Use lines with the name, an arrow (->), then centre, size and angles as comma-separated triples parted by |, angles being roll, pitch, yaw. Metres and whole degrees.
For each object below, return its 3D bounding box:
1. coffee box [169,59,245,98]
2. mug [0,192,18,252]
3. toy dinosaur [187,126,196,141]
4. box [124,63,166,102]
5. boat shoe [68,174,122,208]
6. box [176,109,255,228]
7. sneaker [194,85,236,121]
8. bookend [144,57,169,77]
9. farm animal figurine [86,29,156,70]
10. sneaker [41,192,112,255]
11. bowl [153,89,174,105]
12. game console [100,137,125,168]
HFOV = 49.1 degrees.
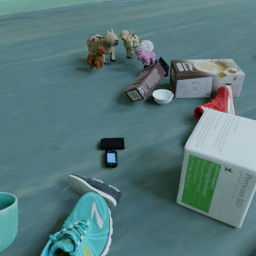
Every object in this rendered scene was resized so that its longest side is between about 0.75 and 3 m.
coffee box -> 2.941, -1.919, 10.788 | 2.465, 0.982, 1.409 | -2, 36, -2
mug -> -2.841, 1.887, 5.532 | 1.275, 0.959, 1.551 | 0, 6, -15
toy dinosaur -> 2.251, 0.198, 8.192 | 1.051, 0.791, 1.549 | -7, 56, 17
box -> 0.634, -1.655, 10.231 | 0.770, 0.576, 1.537 | -8, 38, 53
boat shoe -> -0.795, 1.425, 6.681 | 1.368, 0.517, 0.413 | 27, 44, 15
box -> 2.150, 0.847, 6.355 | 1.522, 1.768, 1.777 | 17, 40, 22
sneaker -> 2.880, -0.845, 9.489 | 1.228, 0.833, 2.125 | 7, 35, 7
bookend -> 1.100, -2.636, 12.188 | 1.069, 0.496, 1.076 | -8, 37, -11
farm animal figurine -> -0.356, -3.693, 12.438 | 2.996, 1.506, 2.419 | -7, 27, -3
sneaker -> -0.974, 2.196, 5.103 | 1.047, 1.076, 2.702 | 8, 36, 11
bowl -> 1.264, -1.082, 10.193 | 0.759, 0.341, 0.759 | 1, 37, -1
game console -> -0.433, 0.683, 7.954 | 0.716, 0.146, 1.213 | -2, 37, -3
